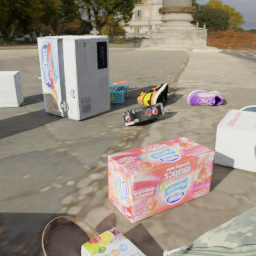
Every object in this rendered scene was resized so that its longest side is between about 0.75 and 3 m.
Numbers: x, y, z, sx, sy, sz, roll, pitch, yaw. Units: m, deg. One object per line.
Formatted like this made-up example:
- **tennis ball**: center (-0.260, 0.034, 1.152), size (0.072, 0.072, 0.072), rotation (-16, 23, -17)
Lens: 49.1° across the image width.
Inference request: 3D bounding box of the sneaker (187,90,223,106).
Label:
- **sneaker**: center (3.270, -1.191, 11.656), size (1.569, 0.631, 0.694), rotation (-3, 27, -12)

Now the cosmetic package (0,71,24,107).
- **cosmetic package**: center (-5.116, -1.636, 11.723), size (1.106, 1.342, 1.107), rotation (-2, 20, -7)

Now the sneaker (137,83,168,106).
- **sneaker**: center (1.105, -1.485, 12.131), size (1.012, 0.787, 2.250), rotation (10, 24, 17)

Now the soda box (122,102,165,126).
- **soda box**: center (0.553, -0.481, 9.544), size (1.486, 0.471, 0.526), rotation (-16, 0, -37)

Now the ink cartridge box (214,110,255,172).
- **ink cartridge box**: center (3.457, 0.360, 6.617), size (2.386, 0.999, 1.731), rotation (11, 22, 28)

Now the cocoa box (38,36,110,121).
- **cocoa box**: center (-1.931, -1.941, 10.385), size (1.840, 2.805, 1.870), rotation (13, 23, 32)

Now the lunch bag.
- **lunch bag**: center (1.937, 1.447, 2.369), size (2.878, 2.005, 2.414), rotation (-12, 7, -32)

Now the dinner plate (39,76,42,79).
- **dinner plate**: center (-4.352, -3.352, 17.636), size (2.508, 0.304, 2.508), rotation (-11, 19, 4)

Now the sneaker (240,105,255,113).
- **sneaker**: center (4.465, -0.282, 8.853), size (1.919, 0.719, 0.811), rotation (4, 16, 10)

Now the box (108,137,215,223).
- **box**: center (0.625, 0.891, 5.245), size (1.854, 0.951, 0.877), rotation (-10, 22, -30)

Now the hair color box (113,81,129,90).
- **hair color box**: center (-0.363, -2.110, 14.375), size (0.284, 0.471, 0.928), rotation (17, 25, 39)

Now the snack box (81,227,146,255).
- **snack box**: center (-0.137, 1.747, 3.700), size (0.594, 0.221, 0.835), rotation (-17, 35, -41)

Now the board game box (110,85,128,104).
- **board game box**: center (-1.173, -1.570, 12.775), size (2.184, 0.513, 1.649), rotation (3, 20, 8)

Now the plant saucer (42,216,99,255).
- **plant saucer**: center (-0.729, 1.628, 3.772), size (0.956, 0.153, 0.956), rotation (30, 23, -14)
